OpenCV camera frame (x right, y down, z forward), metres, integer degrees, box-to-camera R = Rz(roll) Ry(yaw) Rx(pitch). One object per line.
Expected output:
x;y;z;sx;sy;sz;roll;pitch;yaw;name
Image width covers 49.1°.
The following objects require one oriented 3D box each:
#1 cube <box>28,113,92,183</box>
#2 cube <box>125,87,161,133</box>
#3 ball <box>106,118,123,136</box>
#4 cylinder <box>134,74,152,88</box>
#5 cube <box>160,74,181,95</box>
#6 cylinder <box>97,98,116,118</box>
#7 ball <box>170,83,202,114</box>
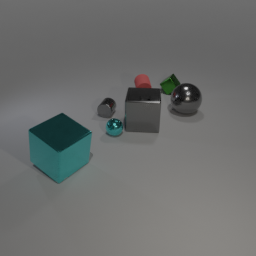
-2.180;0.609;9.050;1.400;1.400;1.400;31;41;23;cube
0.629;-0.765;11.610;1.400;1.400;1.400;3;31;4;cube
-0.536;-0.039;11.070;0.700;0.700;0.700;0;31;0;ball
0.679;-1.992;12.832;0.700;0.700;0.700;-4;45;-6;cylinder
2.207;-2.287;14.599;0.700;0.700;0.700;-30;12;36;cube
-0.944;-0.907;12.534;0.700;0.700;0.700;8;32;12;cylinder
2.605;-1.309;12.553;1.400;1.400;1.400;0;31;0;ball
